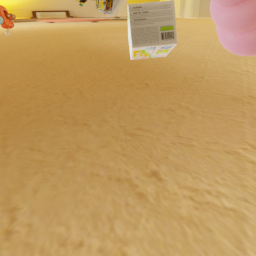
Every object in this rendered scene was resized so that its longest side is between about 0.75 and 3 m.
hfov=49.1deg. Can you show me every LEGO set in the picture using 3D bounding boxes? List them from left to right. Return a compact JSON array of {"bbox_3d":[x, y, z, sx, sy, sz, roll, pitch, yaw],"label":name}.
[{"bbox_3d":[-0.890,-4.016,7.727,1.371,1.784,1.033,12,49,-12],"label":"LEGO set"}]

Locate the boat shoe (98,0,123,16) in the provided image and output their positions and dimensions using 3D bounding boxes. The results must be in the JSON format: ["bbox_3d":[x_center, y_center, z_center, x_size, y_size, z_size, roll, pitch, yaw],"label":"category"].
[{"bbox_3d":[-0.381,-4.402,8.659,0.678,1.905,0.665,-14,55,-44],"label":"boat shoe"}]

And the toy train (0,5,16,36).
[{"bbox_3d":[-1.799,-1.653,3.616,0.278,0.750,0.998,-21,4,12],"label":"toy train"}]

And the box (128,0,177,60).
[{"bbox_3d":[0.379,-1.663,4.964,0.751,0.677,1.336,-5,6,1],"label":"box"}]

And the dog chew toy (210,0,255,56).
[{"bbox_3d":[3.020,-3.188,7.369,1.835,1.835,2.947,26,-1,42],"label":"dog chew toy"}]
